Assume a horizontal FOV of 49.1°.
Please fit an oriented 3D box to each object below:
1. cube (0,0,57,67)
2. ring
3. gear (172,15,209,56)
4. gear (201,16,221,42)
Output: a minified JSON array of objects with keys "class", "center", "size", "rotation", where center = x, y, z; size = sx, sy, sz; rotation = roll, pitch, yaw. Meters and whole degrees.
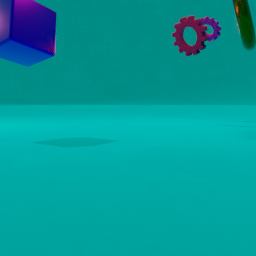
[{"class":"cube","center":[-2.198,-1.983,5.790],"size":[1.006,1.006,1.006],"rotation":[-7,-11,38]},{"class":"ring","center":[2.601,-2.441,6.281],"size":[0.284,1.422,1.422],"rotation":[-13,-1,25]},{"class":"gear","center":[2.144,-3.174,9.700],"size":[1.313,1.313,0.243],"rotation":[5,28,47]},{"class":"gear","center":[3.368,-4.139,11.744],"size":[1.056,1.056,0.195],"rotation":[6,48,49]}]
